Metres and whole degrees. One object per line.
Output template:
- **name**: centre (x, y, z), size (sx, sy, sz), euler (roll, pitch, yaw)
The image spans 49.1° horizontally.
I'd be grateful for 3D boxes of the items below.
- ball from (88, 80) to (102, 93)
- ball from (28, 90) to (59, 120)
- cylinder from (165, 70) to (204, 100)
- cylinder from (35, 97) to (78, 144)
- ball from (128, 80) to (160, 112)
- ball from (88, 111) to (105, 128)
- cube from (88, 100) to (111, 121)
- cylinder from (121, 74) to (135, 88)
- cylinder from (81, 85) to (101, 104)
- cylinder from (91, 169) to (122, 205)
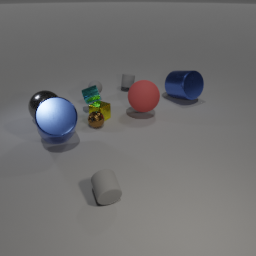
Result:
- **ball**: centre (-1.624, -2.007, 13.892), size (0.700, 0.700, 0.700), euler (0, 28, 0)
- **ball**: centre (-3.477, -0.888, 11.842), size (1.400, 1.400, 1.400), euler (0, 28, 0)
- **cylinder**: centre (2.790, -2.157, 13.971), size (1.400, 1.400, 1.400), euler (-16, 18, -28)
- **cylinder**: centre (-2.537, -0.231, 9.950), size (1.400, 1.400, 1.400), euler (-9, -12, -16)
- **ball**: centre (0.688, -1.388, 12.210), size (1.400, 1.400, 1.400), euler (0, 28, 0)
- **ball**: centre (-1.319, -0.357, 11.607), size (0.700, 0.700, 0.700), euler (0, 28, 0)
- **cube**: centre (-1.235, -0.726, 12.305), size (0.700, 0.700, 0.700), euler (17, 32, 29)
- **cylinder**: centre (0.004, -2.610, 15.489), size (0.700, 0.700, 0.700), euler (7, 14, -2)
- **cylinder**: centre (-1.649, -1.504, 12.638), size (0.700, 0.700, 0.700), euler (-20, 29, 1)
- **cylinder**: centre (-0.591, 1.599, 7.608), size (0.700, 0.700, 0.700), euler (-10, 45, -18)
